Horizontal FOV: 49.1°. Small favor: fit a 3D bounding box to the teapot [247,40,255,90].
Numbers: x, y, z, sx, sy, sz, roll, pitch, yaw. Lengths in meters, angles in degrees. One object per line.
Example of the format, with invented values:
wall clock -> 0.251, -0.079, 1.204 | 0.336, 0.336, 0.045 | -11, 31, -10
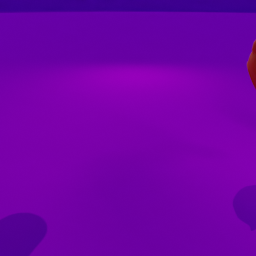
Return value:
teapot -> 2.872, -1.120, 5.296 | 0.970, 1.981, 1.232 | -26, 21, 36
